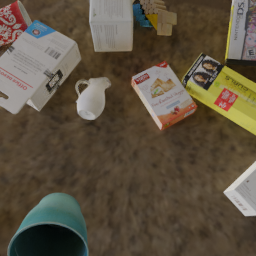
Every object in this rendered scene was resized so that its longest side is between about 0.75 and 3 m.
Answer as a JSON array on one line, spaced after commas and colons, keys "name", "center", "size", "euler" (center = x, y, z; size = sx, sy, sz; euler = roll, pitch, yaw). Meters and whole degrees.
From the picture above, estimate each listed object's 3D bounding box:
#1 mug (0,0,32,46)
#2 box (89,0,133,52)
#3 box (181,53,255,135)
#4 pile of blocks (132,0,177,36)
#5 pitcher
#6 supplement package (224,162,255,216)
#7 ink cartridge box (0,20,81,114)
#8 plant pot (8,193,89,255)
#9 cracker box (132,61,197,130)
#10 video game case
[{"name": "mug", "center": [-3.856, -3.111, 8.739], "size": [1.610, 1.429, 1.074], "euler": [-22, 107, -2]}, {"name": "box", "center": [-0.469, -3.276, 8.430], "size": [1.219, 1.416, 1.423], "euler": [-1, 71, 0]}, {"name": "box", "center": [2.989, -0.903, 7.970], "size": [2.870, 0.719, 1.080], "euler": [35, 74, 11]}, {"name": "pile of blocks", "center": [0.587, -4.093, 9.142], "size": [0.908, 1.200, 2.922], "euler": [-19, 77, -52]}, {"name": "pitcher", "center": [-1.131, -0.884, 8.022], "size": [1.055, 0.746, 1.230], "euler": [6, 59, 16]}, {"name": "supplement package", "center": [3.309, 1.448, 7.102], "size": [1.403, 0.823, 0.820], "euler": [-39, 75, -12]}, {"name": "ink cartridge box", "center": [-2.803, -1.623, 8.129], "size": [1.552, 0.894, 2.680], "euler": [31, 74, 10]}, {"name": "plant pot", "center": [-0.934, 1.292, 3.553], "size": [0.899, 0.845, 0.899], "euler": [-2, 111, -5]}, {"name": "cracker box", "center": [1.017, -0.957, 8.110], "size": [1.157, 0.498, 1.728], "euler": [-28, 73, -9]}, {"name": "video game case", "center": [4.589, -3.118, 8.417], "size": [2.929, 0.374, 2.647], "euler": [8, 83, 13]}]
